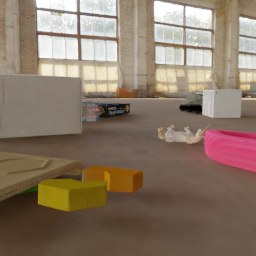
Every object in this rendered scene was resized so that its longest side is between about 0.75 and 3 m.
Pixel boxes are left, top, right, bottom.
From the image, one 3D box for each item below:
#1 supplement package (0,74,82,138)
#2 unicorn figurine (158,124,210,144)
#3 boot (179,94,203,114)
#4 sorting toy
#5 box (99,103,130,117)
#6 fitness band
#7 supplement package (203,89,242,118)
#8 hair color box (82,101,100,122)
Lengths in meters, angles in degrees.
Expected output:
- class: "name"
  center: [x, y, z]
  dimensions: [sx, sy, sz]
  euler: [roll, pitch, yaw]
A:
- class: "supplement package"
  center: [-2.069, -0.492, 5.710]
  dimensions: [2.024, 1.187, 1.183]
  euler: [-3, 10, -26]
- class: "unicorn figurine"
  center: [0.999, 0.122, 5.024]
  dimensions: [0.947, 0.350, 0.650]
  euler: [-13, 14, 16]
- class: "boot"
  center: [2.927, -1.068, 12.730]
  dimensions: [1.628, 0.844, 2.493]
  euler: [-11, 10, -29]
- class: "sorting toy"
  center: [-1.151, 0.474, 2.321]
  dimensions: [2.300, 0.308, 1.714]
  euler: [3, 3, 24]
- class: "box"
  center: [-1.230, -0.762, 11.339]
  dimensions: [2.032, 0.505, 2.016]
  euler: [4, 9, 25]
- class: "fitness band"
  center: [2.104, 0.235, 3.481]
  dimensions: [1.695, 0.442, 2.360]
  euler: [-5, 8, -34]
- class: "supplement package"
  center: [3.473, -0.930, 10.467]
  dimensions: [1.016, 1.009, 1.339]
  euler: [0, 7, -1]
- class: "hair color box"
  center: [-1.761, -0.570, 9.107]
  dimensions: [1.059, 0.641, 2.118]
  euler: [-3, 8, -26]
